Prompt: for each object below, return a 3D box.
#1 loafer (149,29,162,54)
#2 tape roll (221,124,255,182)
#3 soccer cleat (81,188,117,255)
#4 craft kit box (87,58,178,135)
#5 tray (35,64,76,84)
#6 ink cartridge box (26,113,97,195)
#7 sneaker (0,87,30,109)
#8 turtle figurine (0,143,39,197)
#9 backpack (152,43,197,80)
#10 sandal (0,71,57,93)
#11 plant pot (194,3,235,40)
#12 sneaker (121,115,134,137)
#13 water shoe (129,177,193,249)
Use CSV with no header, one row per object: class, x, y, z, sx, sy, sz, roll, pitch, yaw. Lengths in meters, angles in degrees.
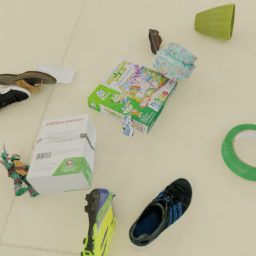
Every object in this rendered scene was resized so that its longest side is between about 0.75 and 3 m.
loafer,1.424,-4.397,14.009,0.629,0.647,1.771,-4,56,-2
tape roll,4.670,0.880,10.465,2.222,0.534,2.222,0,55,0
soccer cleat,-0.779,3.233,8.664,1.143,0.884,2.733,17,60,-32
craft kit box,0.243,-1.491,12.020,2.859,0.702,2.895,24,59,17
tray,-3.400,-2.449,12.948,1.854,0.206,0.995,9,55,6
ink cartridge box,-2.166,0.840,9.735,1.876,1.083,2.568,-8,46,9
sneaker,-5.221,-1.017,11.689,2.177,0.795,1.218,0,59,9
turtle figurine,-3.744,1.430,9.834,1.529,1.028,2.043,3,46,-45
backpack,1.939,-2.762,11.809,1.584,1.343,1.784,42,40,21
sandal,-4.409,-1.919,12.087,2.868,1.172,0.783,0,81,9
plant pot,4.365,-5.386,14.240,1.821,1.704,1.704,9,55,23
sneaker,-0.050,-0.119,10.435,0.407,0.400,1.056,3,39,-13
water shoe,1.199,2.594,8.911,1.037,1.145,2.902,36,63,22
